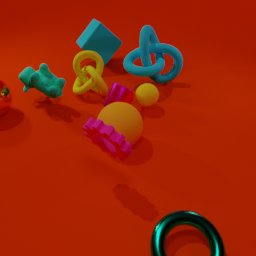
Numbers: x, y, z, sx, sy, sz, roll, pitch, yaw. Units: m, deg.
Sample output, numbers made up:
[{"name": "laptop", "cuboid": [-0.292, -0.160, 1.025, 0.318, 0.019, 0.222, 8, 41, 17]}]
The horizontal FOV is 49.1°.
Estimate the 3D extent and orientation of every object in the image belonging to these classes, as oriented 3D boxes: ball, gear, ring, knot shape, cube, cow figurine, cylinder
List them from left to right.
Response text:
[{"name": "ball", "cuboid": [-4.085, -0.903, 8.342, 1.203, 1.203, 1.203, 0, 40, 0]}, {"name": "cow figurine", "cuboid": [-2.656, -1.376, 8.669, 1.452, 1.429, 0.797, 37, 64, -6]}, {"name": "knot shape", "cuboid": [-1.269, -1.784, 9.078, 1.501, 1.405, 0.694, 9, 18, 35]}, {"name": "cube", "cuboid": [-1.106, -3.265, 10.670, 1.140, 1.140, 1.140, -50, 32, 10]}, {"name": "gear", "cuboid": [-0.423, 0.241, 5.704, 1.094, 1.094, 0.202, 25, 65, 26]}, {"name": "cylinder", "cuboid": [-0.269, -0.865, 8.417, 0.775, 0.775, 0.775, 25, 4, -2]}, {"name": "ball", "cuboid": [-0.218, -0.066, 7.344, 1.225, 1.225, 1.225, 0, 40, 0]}, {"name": "ball", "cuboid": [0.591, -1.013, 8.641, 0.720, 0.720, 0.720, 0, 40, 0]}, {"name": "knot shape", "cuboid": [0.740, -2.332, 9.498, 1.912, 0.944, 2.043, -36, 95, -25]}, {"name": "ring", "cuboid": [1.101, 2.214, 5.160, 1.404, 0.281, 1.404, 3, 56, -4]}]
